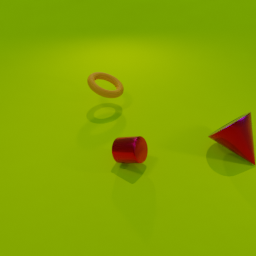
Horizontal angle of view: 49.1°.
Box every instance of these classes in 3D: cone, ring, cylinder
[{"bbox_3d":[3.060,0.445,7.526,1.283,1.283,1.288,-27,82,-32],"label":"cone"},{"bbox_3d":[-0.748,-1.456,9.437,1.282,0.256,1.282,16,38,-13],"label":"ring"},{"bbox_3d":[0.051,0.573,7.321,0.703,0.703,0.703,-4,30,34],"label":"cylinder"}]
